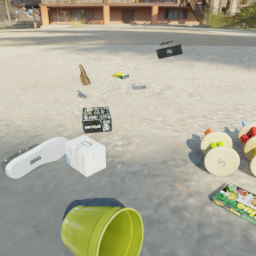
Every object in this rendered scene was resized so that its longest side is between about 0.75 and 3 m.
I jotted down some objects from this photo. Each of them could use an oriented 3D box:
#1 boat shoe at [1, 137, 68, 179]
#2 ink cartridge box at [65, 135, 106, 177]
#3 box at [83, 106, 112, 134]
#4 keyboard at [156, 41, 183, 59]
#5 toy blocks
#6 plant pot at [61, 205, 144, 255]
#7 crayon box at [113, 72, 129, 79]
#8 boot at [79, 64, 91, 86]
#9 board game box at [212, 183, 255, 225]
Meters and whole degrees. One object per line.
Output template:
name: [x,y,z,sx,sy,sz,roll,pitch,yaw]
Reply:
boat shoe: [-2.739,0.770,8.393,0.599,0.726,2.114,20,34,37]
ink cartridge box: [-1.253,0.802,8.258,0.742,0.745,1.016,-22,34,-39]
box: [-1.211,-0.335,10.891,1.068,0.562,1.305,-4,25,-9]
keyboard: [1.616,-3.133,11.073,1.018,0.647,0.105,-11,9,5]
toy blocks: [3.382,0.429,8.802,2.215,0.965,2.658,4,25,8]
plant pot: [-0.570,2.010,5.310,1.233,1.281,1.281,5,23,39]
crayon box: [-0.463,-3.311,17.614,0.605,0.242,0.953,-23,34,-40]
boot: [-1.913,-2.211,11.782,0.368,0.976,0.359,-16,31,8]
board game box: [2.972,1.897,6.598,0.891,0.199,1.700,-24,34,-38]
